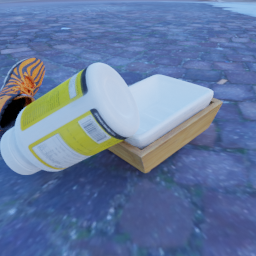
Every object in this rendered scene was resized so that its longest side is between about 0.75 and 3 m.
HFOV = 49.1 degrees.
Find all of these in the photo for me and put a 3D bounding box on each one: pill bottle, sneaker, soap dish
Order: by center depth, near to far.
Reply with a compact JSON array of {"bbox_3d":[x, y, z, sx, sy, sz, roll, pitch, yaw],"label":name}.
[{"bbox_3d":[-1.275,-0.034,5.806,2.783,1.559,1.559,-26,21,23],"label":"pill bottle"},{"bbox_3d":[0.622,-0.236,7.309,2.956,1.201,2.326,-30,39,-31],"label":"soap dish"},{"bbox_3d":[-3.009,-0.994,8.168,1.610,1.114,2.873,0,55,40],"label":"sneaker"}]
